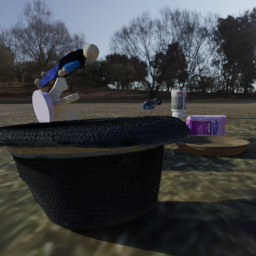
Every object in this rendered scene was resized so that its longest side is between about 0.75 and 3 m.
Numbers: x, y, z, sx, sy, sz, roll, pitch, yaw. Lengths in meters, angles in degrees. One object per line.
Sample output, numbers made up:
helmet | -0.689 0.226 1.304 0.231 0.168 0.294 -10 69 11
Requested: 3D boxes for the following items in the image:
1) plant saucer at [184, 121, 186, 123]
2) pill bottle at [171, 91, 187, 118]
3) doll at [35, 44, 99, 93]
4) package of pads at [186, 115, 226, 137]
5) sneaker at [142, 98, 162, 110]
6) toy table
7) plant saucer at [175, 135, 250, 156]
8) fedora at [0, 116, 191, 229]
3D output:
plant saucer | 2.314 -0.206 12.045 0.815 0.120 0.815 0 6 0
pill bottle | 2.946 -1.383 16.176 0.871 1.529 0.871 0 6 0
doll | -1.703 -1.816 8.018 2.186 0.530 1.491 -22 32 32
package of pads | 2.236 -0.031 7.994 1.104 0.665 0.418 -1 6 -10
sneaker | 1.054 -1.037 12.952 1.133 0.437 0.483 -17 -6 -36
toy table | -2.837 -0.935 11.053 1.320 2.072 2.254 -20 17 -27
plant saucer | 1.856 0.378 6.299 1.626 0.239 1.626 -1 6 0
fedora | -0.412 0.398 2.812 2.085 0.952 2.085 -4 3 0
